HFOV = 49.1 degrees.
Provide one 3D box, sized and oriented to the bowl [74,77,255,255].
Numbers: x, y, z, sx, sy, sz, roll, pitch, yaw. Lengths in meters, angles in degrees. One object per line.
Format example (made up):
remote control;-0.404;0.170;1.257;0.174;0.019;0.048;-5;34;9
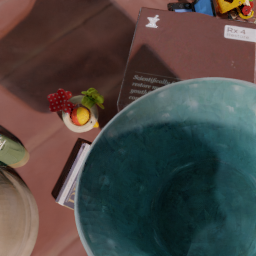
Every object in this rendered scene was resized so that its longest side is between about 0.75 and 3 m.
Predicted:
bowl;0.912;0.865;3.815;2.923;1.529;2.923;-16;48;19

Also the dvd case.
dvd case;-0.454;1.471;6.922;2.190;0.175;1.628;20;70;8

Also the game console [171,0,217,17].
game console;1.983;-3.577;8.620;1.105;0.761;1.282;-3;68;-1

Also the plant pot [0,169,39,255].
plant pot;-3.549;1.932;5.482;2.924;2.537;2.924;0;69;-1

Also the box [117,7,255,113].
box;1.163;-0.656;6.303;2.363;2.848;2.339;10;67;6

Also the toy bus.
toy bus;3.166;-3.938;8.594;0.988;1.805;1.913;-16;66;36

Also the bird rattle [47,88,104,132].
bird rattle;-1.344;-0.497;7.428;1.512;0.852;1.233;-9;85;-1

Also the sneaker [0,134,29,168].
sneaker;-3.639;0.334;6.921;2.247;1.009;0.753;20;70;8
